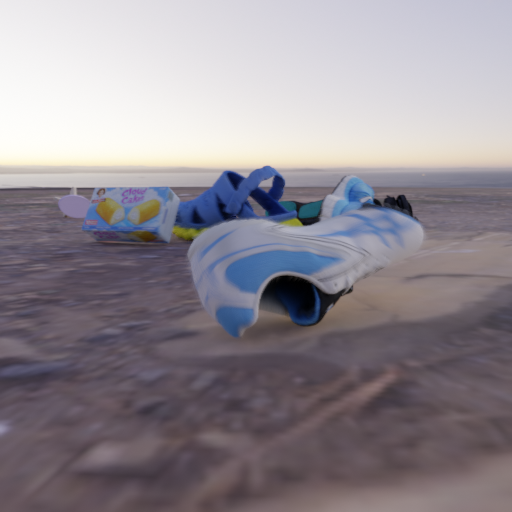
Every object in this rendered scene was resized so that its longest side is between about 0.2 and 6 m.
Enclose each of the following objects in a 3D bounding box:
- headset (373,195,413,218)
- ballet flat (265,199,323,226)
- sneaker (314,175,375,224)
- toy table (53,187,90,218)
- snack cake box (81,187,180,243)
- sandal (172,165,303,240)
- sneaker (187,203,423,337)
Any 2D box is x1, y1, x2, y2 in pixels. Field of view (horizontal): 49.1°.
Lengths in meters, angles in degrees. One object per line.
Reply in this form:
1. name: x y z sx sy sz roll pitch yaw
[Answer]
1. headset: 2.554 -0.702 11.333 1.384 1.053 2.241 2 23 34
2. ballet flat: 1.043 -0.884 12.525 1.901 0.694 0.694 0 6 45
3. sneaker: 1.766 -0.629 9.819 1.147 1.000 2.551 24 28 11
4. toy table: -4.987 -1.395 15.238 0.953 0.876 0.558 28 1 -44
5. snack cake box: -2.177 -0.720 9.765 1.516 0.872 0.509 2 -22 21
6. sandal: -0.434 -0.903 9.984 3.042 1.324 1.209 3 14 39
7. sneaker: 0.585 0.108 4.876 2.558 0.927 0.919 -10 -18 -38
